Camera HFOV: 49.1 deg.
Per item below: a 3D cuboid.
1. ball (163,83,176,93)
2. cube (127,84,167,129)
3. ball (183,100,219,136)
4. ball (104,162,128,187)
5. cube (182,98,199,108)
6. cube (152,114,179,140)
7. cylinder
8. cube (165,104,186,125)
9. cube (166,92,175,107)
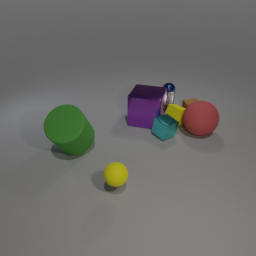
[{"bbox_3d":[2.122,-2.010,14.579,0.700,0.700,0.700,0,30,0],"label":"ball"},{"bbox_3d":[0.826,-0.929,12.018,1.400,1.400,1.400,8,31,14],"label":"cube"},{"bbox_3d":[2.884,-0.392,11.095,1.400,1.400,1.400,0,30,0],"label":"ball"},{"bbox_3d":[-0.345,1.328,8.015,0.700,0.700,0.700,0,30,0],"label":"ball"},{"bbox_3d":[2.868,-0.861,12.587,0.700,0.700,0.700,-6,32,-11],"label":"cube"},{"bbox_3d":[1.464,-0.049,11.051,0.700,0.700,0.700,-15,41,-35],"label":"cube"},{"bbox_3d":[-1.998,0.097,9.750,1.400,1.400,1.400,-3,68,8],"label":"cylinder"},{"bbox_3d":[2.036,-0.563,11.812,0.700,0.700,0.700,29,18,32],"label":"cube"},{"bbox_3d":[1.812,-1.349,13.228,0.700,0.700,0.700,6,7,11],"label":"cube"}]
